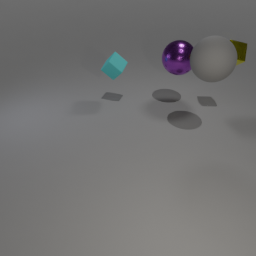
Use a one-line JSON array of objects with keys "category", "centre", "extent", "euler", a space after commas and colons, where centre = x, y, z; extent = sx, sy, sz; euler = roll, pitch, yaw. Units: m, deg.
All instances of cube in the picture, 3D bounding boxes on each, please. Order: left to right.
[{"category": "cube", "centre": [-0.571, -2.578, 11.665], "extent": [0.700, 0.700, 0.700], "euler": [38, 53, -18]}, {"category": "cube", "centre": [3.916, -2.790, 10.466], "extent": [0.700, 0.700, 0.700], "euler": [9, -3, -10]}]

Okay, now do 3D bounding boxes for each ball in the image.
[{"category": "ball", "centre": [2.081, -2.864, 11.442], "extent": [1.400, 1.400, 1.400], "euler": [0, 32, 0]}, {"category": "ball", "centre": [2.623, -2.117, 8.644], "extent": [1.400, 1.400, 1.400], "euler": [0, 32, 0]}]
